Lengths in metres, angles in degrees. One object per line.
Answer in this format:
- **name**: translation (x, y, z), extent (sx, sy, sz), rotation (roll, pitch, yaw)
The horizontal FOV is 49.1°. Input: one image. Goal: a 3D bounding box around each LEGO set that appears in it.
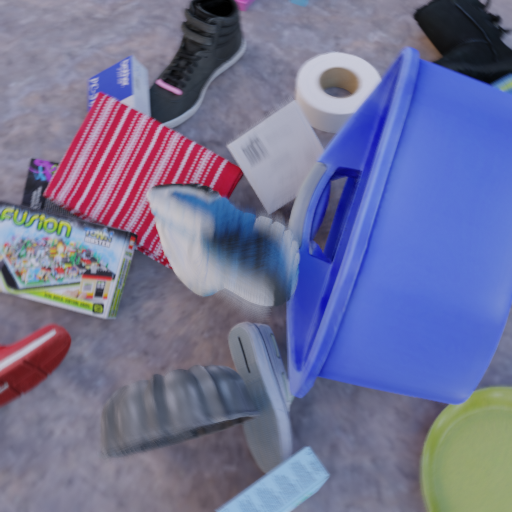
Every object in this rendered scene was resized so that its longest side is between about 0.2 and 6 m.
- **LEGO set**: translation (1.052, -6.741, 11.497), extent (1.507, 1.621, 3.950), rotation (25, 64, 12)

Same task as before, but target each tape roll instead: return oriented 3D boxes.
- **tape roll**: translation (1.456, -2.935, 10.053), extent (1.504, 0.526, 1.504), rotation (0, 62, 1)

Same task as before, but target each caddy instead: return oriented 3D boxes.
- **caddy**: translation (1.579, -0.281, 6.953), extent (2.333, 3.143, 4.445), rotation (19, 79, 2)

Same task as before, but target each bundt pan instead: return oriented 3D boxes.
- **bundt pan**: translation (-0.962, 1.804, 6.641), extent (1.912, 1.912, 0.718), rotation (-13, 71, -7)

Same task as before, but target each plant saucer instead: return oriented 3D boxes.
- **plant saucer**: translation (3.216, 2.856, 6.967), extent (2.392, 0.372, 2.392), rotation (0, 64, 1)

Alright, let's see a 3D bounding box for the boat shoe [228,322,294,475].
- **boat shoe**: translation (0.213, 1.802, 7.368), extent (0.656, 0.723, 1.966), rotation (0, 74, -44)

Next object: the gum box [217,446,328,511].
- **gum box**: translation (-0.075, 2.940, 6.287), extent (1.790, 1.521, 0.399), rotation (-30, 66, -15)

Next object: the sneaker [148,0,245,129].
- **sneaker**: translation (-1.223, -3.493, 9.824), extent (1.009, 1.416, 2.854), rotation (33, 71, 14)

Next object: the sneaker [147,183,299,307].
- **sneaker**: translation (-0.447, 0.055, 7.238), extent (1.123, 1.298, 2.997), rotation (-13, 29, -28)

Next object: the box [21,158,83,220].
- **box**: translation (-2.950, -0.900, 8.868), extent (1.485, 0.268, 1.061), rotation (11, 88, 4)

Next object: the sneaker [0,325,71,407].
- **sneaker**: translation (-3.875, 1.392, 7.459), extent (2.525, 0.989, 1.459), rotation (-35, 68, -19)

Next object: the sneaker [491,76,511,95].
- **sneaker**: translation (3.695, -2.447, 9.635), extent (2.430, 1.007, 0.862), rotation (-12, 81, 10)

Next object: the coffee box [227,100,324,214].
- **coffee box**: translation (0.403, -1.490, 8.486), extent (1.172, 1.161, 1.174), rotation (-31, 97, 10)

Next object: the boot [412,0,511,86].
- **boot**: translation (3.544, -3.857, 10.321), extent (2.548, 0.943, 2.088), rotation (-14, 64, -15)

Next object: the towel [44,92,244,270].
- **towel**: translation (-1.707, -1.098, 8.526), extent (2.613, 0.294, 1.890), rotation (29, 89, 2)

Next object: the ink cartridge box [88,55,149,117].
- **ink cartridge box**: translation (-2.343, -2.326, 9.533), extent (1.003, 0.472, 2.135), rotation (-21, 59, 20)

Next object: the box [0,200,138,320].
- **box**: translation (-3.077, 0.016, 8.249), extent (2.393, 0.415, 1.317), rotation (13, 85, 7)
